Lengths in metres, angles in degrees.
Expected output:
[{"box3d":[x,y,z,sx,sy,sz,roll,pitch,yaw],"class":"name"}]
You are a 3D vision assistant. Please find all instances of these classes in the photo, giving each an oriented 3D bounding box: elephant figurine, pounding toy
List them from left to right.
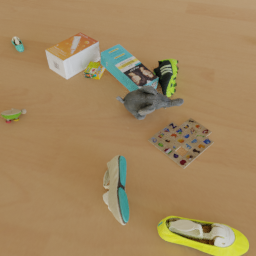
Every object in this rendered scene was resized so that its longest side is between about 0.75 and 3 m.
[{"box3d":[-4.435,-0.448,10.850,0.721,0.434,0.934,3,20,13],"class":"pounding toy"},{"box3d":[0.810,-1.019,10.262,1.421,1.296,1.832,-42,23,-32],"class":"elephant figurine"}]

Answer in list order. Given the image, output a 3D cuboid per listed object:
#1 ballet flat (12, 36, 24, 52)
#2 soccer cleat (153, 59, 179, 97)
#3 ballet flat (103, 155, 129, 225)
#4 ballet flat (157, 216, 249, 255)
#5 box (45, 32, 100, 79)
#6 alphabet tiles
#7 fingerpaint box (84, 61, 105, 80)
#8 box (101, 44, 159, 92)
[{"box3d":[-5.673,-4.411,14.360,0.457,0.478,1.358,-24,52,-20],"class":"ballet flat"},{"box3d":[1.585,-2.178,12.151,1.065,0.887,2.628,1,40,14],"class":"soccer cleat"},{"box3d":[-0.397,1.877,8.523,0.807,0.807,2.322,-1,46,-1],"class":"ballet flat"},{"box3d":[2.033,2.833,7.474,2.486,0.833,0.830,9,48,7],"class":"ballet flat"},{"box3d":[-2.517,-3.396,13.047,1.315,1.031,2.115,33,56,27],"class":"box"},{"box3d":[2.037,0.392,10.234,2.045,0.077,1.710,-34,55,-27],"class":"alphabet tiles"},{"box3d":[-1.519,-2.646,12.843,0.733,0.322,0.879,10,49,10],"class":"fingerpaint box"},{"box3d":[0.013,-2.500,12.130,1.095,0.654,2.660,-33,63,-25],"class":"box"}]
